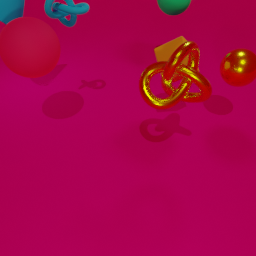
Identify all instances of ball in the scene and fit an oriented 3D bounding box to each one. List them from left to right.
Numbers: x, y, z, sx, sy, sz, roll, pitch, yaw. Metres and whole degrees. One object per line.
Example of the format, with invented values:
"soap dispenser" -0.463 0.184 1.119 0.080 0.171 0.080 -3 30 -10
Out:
"ball" -2.278 -1.862 6.540 1.368 1.368 1.368 0 42 0
"ball" 1.544 -4.376 9.360 1.150 1.150 1.150 0 42 0
"ball" 2.892 -1.561 7.270 0.980 0.980 0.980 0 42 0

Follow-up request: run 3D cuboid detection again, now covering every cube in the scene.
"cube" 1.262 -1.733 7.217 0.790 0.790 0.790 -19 78 28

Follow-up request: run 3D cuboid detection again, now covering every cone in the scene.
"cone" -3.054 -3.627 7.393 1.437 1.432 1.432 -48 48 12

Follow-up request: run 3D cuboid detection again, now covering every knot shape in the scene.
"knot shape" -1.543 -2.877 6.901 1.063 0.994 0.491 1 84 -24
"knot shape" 1.068 -1.104 5.847 1.547 1.448 0.715 4 36 -12
